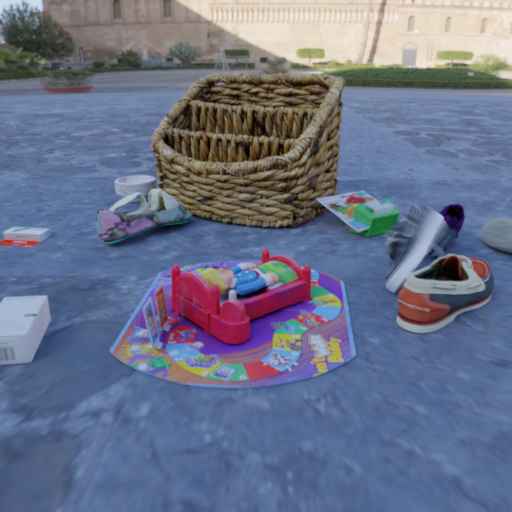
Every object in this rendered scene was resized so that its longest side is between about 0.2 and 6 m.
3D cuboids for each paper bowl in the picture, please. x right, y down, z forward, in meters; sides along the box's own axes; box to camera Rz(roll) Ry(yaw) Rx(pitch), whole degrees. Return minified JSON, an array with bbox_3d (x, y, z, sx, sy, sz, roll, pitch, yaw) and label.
[{"bbox_3d":[-3.128,-1.733,14.599,1.060,0.551,1.060,0,21,0],"label":"paper bowl"}]

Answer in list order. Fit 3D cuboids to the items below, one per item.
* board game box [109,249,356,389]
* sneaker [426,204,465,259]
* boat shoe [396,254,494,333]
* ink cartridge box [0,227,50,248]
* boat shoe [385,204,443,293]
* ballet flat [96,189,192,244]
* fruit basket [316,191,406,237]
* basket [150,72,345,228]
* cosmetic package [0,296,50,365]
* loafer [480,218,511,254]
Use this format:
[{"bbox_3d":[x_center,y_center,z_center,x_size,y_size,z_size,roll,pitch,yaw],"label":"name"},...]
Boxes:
[{"bbox_3d":[-0.217,0.486,8.429,3.271,0.806,4.140,2,21,5],"label":"board game box"},{"bbox_3d":[3.870,-0.702,11.129,0.793,0.932,2.130,38,33,3],"label":"sneaker"},{"bbox_3d":[3.000,0.396,8.676,0.914,0.803,2.567,17,26,41],"label":"boat shoe"},{"bbox_3d":[-4.847,-0.396,11.620,0.856,0.186,0.743,3,20,8],"label":"ink cartridge box"},{"bbox_3d":[2.534,-0.201,9.553,0.698,0.738,2.059,32,53,10],"label":"boat shoe"},{"bbox_3d":[-2.323,-0.938,11.924,0.858,0.883,2.481,6,18,39],"label":"ballet flat"},{"bbox_3d":[2.328,-1.064,12.342,1.432,0.725,1.546,-11,42,-28],"label":"fruit basket"},{"bbox_3d":[-0.392,-2.682,13.396,4.296,3.200,3.066,14,25,31],"label":"basket"},{"bbox_3d":[-3.256,0.985,7.613,0.632,0.460,1.243,-3,22,-8],"label":"cosmetic package"},{"bbox_3d":[5.103,-0.261,10.780,0.687,0.688,1.968,31,5,-21],"label":"loafer"}]
